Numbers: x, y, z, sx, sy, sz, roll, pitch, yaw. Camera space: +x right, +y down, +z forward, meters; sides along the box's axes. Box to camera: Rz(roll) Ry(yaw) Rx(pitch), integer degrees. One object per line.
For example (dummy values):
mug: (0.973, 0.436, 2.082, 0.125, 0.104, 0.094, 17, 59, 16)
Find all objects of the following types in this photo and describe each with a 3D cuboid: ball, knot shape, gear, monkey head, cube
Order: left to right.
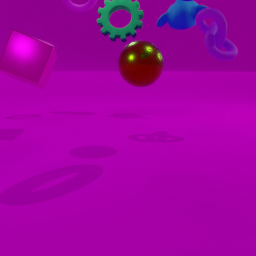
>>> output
cube: (-2.604, -1.763, 7.415, 1.089, 1.089, 1.089, 21, -1, -9)
gear: (-0.288, -4.110, 10.539, 1.712, 1.712, 0.317, 1, -5, 6)
ball: (0.267, -1.330, 5.845, 0.955, 0.955, 0.955, 0, 13, 0)
monkey head: (1.875, -4.134, 9.699, 1.858, 1.337, 1.120, -7, 46, 16)
knot shape: (2.217, -2.187, 6.923, 0.643, 1.303, 1.392, -24, -28, 22)

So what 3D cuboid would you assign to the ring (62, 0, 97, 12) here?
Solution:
ring: (-1.648, -4.519, 9.586, 1.253, 0.251, 1.253, -10, -28, -5)

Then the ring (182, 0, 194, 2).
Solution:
ring: (0.860, -2.738, 3.797, 0.374, 1.868, 1.868, 11, 16, 28)
